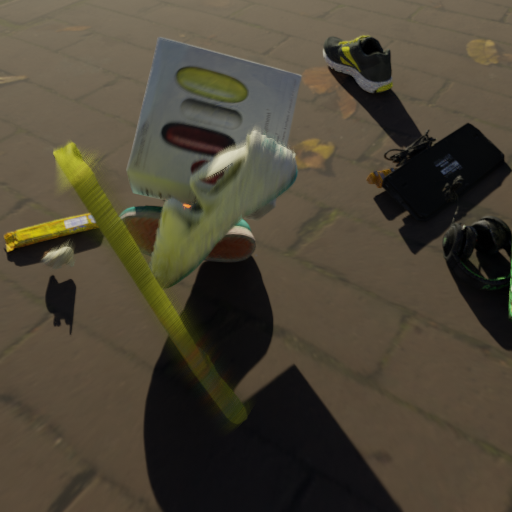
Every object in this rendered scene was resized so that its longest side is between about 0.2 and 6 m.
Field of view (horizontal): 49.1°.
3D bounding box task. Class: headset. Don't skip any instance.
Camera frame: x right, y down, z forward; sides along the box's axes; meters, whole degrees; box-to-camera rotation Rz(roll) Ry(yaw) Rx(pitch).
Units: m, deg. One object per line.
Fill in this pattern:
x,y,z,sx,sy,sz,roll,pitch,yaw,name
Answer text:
3.691,-0.370,9.386,1.200,0.913,1.943,-12,58,-13,headset

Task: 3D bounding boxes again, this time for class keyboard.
3.603,-1.762,11.220,2.957,0.586,1.539,-32,76,-29,keyboard

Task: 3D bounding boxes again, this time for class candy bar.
-3.580,-0.452,9.979,1.743,0.193,0.435,-16,51,-16,candy bar

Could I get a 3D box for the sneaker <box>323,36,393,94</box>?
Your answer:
2.586,-5.030,13.890,0.943,1.072,2.534,-22,49,-22,sneaker

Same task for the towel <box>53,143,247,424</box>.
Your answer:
-1.156,0.402,6.565,0.328,3.632,1.563,-35,32,-14,towel

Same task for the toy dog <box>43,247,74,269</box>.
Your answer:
-3.304,0.017,9.293,0.473,0.330,0.459,-15,40,2,toy dog

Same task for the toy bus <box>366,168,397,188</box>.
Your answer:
2.536,-1.517,10.923,0.732,0.238,0.287,-14,67,-21,toy bus

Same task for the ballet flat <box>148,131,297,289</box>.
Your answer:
-0.658,-0.631,7.224,2.663,0.956,0.956,-39,43,21,ballet flat

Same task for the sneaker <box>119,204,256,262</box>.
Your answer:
-1.177,-0.493,9.279,2.348,0.838,0.938,10,37,-28,sneaker

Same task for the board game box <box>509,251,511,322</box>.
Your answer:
5.778,-0.508,9.427,2.815,0.630,5.373,21,48,7,board game box

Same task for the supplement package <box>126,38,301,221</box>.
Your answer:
-0.655,-1.787,8.398,2.092,1.539,2.001,12,84,-8,supplement package
